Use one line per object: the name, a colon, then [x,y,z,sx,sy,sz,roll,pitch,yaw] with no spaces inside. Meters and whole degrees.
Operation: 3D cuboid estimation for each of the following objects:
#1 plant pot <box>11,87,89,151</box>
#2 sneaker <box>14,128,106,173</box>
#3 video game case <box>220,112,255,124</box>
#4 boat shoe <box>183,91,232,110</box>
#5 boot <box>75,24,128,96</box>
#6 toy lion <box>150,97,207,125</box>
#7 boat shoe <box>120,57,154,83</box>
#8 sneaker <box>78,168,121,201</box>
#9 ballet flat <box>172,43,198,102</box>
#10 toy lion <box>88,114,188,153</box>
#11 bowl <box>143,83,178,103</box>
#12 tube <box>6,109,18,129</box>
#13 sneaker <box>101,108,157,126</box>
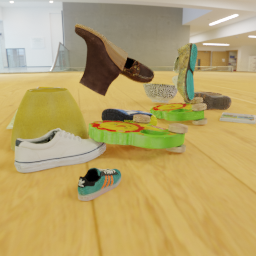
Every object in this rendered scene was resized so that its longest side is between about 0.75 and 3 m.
plant pot: [-2.619,-0.370,9.366,2.584,1.834,2.584,0,15,0]
sneaker: [-1.778,0.495,7.820,2.675,0.947,0.977,-11,19,-37]
video game case: [5.099,-0.463,12.984,1.487,0.170,1.353,7,16,22]
boat shoe: [4.259,-1.534,15.347,2.663,1.008,0.956,8,24,-10]
boot: [-1.536,-2.870,11.944,2.651,2.205,0.959,32,7,-11]
toy lion: [2.291,-0.782,13.164,2.555,0.915,2.666,-5,14,10]
boat shoe: [0.133,-2.912,13.519,2.581,0.909,0.908,14,-29,-14]
sneaker: [-0.591,1.111,6.285,0.490,0.549,1.374,9,17,30]
ballet flat: [1.616,-1.589,8.149,0.714,2.021,0.714,9,-24,4]
toy lion: [0.162,0.168,8.741,2.505,0.897,2.613,-5,15,-42]
bowl: [1.974,-2.070,16.948,2.277,1.069,2.277,4,5,0]
tube: [-4.554,-0.332,11.864,0.673,0.602,2.319,-41,24,-1]
sneaker: [0.067,-0.328,11.297,2.300,0.851,0.946,9,13,11]
